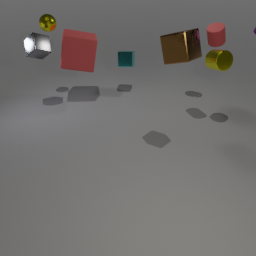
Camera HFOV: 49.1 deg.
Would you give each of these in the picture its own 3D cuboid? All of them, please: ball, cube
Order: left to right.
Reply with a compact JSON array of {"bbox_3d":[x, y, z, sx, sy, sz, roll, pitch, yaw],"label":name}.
[{"bbox_3d":[-3.476,-3.143,10.788,0.700,0.700,0.700,-19,-11,41],"label":"cube"},{"bbox_3d":[-3.283,-4.299,11.471,0.700,0.700,0.700,0,29,0],"label":"ball"},{"bbox_3d":[-2.126,-3.339,12.060,1.400,1.400,1.400,5,27,-13],"label":"cube"},{"bbox_3d":[-0.072,-3.299,13.367,0.700,0.700,0.700,3,18,11],"label":"cube"},{"bbox_3d":[1.306,-1.996,6.871,0.700,0.700,0.700,4,24,42],"label":"cube"}]

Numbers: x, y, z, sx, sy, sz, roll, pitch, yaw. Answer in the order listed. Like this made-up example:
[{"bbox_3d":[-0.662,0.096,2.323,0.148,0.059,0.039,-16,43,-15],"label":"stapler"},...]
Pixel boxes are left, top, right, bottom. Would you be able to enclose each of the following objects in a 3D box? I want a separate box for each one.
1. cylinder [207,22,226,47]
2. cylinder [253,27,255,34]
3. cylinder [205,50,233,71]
[{"bbox_3d":[3.555,-3.751,11.279,0.700,0.700,0.700,-11,47,12],"label":"cylinder"},{"bbox_3d":[4.177,-3.007,8.182,0.700,0.700,0.700,12,42,-11],"label":"cylinder"},{"bbox_3d":[3.186,-2.380,9.824,0.700,0.700,0.700,-9,19,-16],"label":"cylinder"}]
